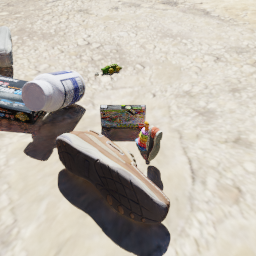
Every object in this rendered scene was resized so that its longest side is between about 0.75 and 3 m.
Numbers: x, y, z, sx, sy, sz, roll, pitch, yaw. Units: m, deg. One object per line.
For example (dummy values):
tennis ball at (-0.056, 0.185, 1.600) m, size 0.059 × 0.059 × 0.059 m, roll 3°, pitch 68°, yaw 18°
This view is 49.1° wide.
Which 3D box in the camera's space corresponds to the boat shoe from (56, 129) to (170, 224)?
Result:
boat shoe at (-0.262, 0.813, 5.905) m, size 2.922 × 1.106 × 1.049 m, roll 34°, pitch 41°, yaw 26°

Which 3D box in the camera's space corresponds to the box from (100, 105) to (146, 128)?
box at (-0.130, -0.305, 7.517) m, size 1.214 × 0.668 × 0.211 m, roll 0°, pitch 40°, yaw 0°

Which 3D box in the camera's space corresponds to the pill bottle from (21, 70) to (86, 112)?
pill bottle at (-2.006, -1.009, 7.653) m, size 1.007 × 1.007 × 1.814 m, roll 15°, pitch 20°, yaw 17°

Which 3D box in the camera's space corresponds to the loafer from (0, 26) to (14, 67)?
loafer at (-4.872, -3.122, 10.450) m, size 1.027 × 1.029 × 2.943 m, roll -5°, pitch 33°, yaw -20°

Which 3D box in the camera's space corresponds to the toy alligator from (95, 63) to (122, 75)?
toy alligator at (-0.684, -2.115, 9.965) m, size 1.074 × 0.258 × 0.356 m, roll -20°, pitch 44°, yaw -23°

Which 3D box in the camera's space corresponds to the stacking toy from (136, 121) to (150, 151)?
stacking toy at (0.457, 0.136, 6.897) m, size 0.435 × 0.793 × 0.460 m, roll -14°, pitch 42°, yaw -16°

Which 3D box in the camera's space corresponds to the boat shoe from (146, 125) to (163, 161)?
boat shoe at (0.551, 0.362, 6.353) m, size 0.327 × 0.918 × 0.287 m, roll -26°, pitch 49°, yaw -36°

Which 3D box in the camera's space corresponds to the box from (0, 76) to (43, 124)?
box at (-3.324, -0.869, 8.230) m, size 1.880 × 0.432 × 1.494 m, roll 12°, pitch 40°, yaw 6°
